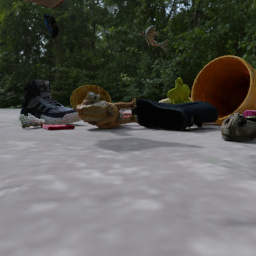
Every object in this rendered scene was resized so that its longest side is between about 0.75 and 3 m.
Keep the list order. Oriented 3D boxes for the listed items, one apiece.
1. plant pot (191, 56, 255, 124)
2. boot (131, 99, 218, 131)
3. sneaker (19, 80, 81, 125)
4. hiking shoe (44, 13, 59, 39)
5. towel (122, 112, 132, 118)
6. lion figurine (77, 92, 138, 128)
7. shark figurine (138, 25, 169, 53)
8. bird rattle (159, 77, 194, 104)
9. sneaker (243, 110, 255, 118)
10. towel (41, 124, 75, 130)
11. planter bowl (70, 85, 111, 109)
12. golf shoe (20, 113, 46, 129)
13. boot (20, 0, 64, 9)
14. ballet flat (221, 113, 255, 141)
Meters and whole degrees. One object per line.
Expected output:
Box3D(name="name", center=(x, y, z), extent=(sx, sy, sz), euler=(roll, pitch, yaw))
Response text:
Box3D(name="plant pot", center=(3.874, -1.130, 10.163), extent=(2.116, 2.311, 2.311), euler=(16, -7, -39))
Box3D(name="boot", center=(1.400, -0.441, 8.454), extent=(1.788, 0.813, 2.129), euler=(-10, 17, -43))
Box3D(name="sneaker", center=(-2.821, -0.923, 9.917), extent=(2.739, 1.559, 1.034), euler=(3, 6, 29))
Box3D(name="hiking shoe", center=(-2.717, -3.613, 9.921), extent=(0.403, 0.929, 0.346), euler=(37, 60, 18))
Box3D(name="towel", center=(-0.223, -0.468, 12.202), extent=(1.871, 0.291, 2.587), euler=(2, 7, 1))
Box3D(name="lion figurine", center=(-0.466, -0.407, 8.878), extent=(1.669, 0.988, 2.726), euler=(-7, -10, 9))
Box3D(name="shark figurine", center=(0.968, -3.309, 10.861), extent=(0.884, 0.617, 1.479), euler=(-8, -20, 31))
Box3D(name="bird rattle", center=(1.848, -0.863, 10.849), extent=(2.305, 1.593, 2.828), euler=(-16, -4, 21))
Box3D(name="sneaker", center=(4.176, -0.312, 8.147), extent=(0.709, 0.654, 1.607), euler=(-5, 7, -25))
Box3D(name="towel", center=(-2.057, -0.042, 8.153), extent=(0.753, 0.117, 1.041), euler=(-2, 5, -30))
Box3D(name="planter bowl", center=(-1.882, -1.126, 14.113), extent=(2.008, 2.008, 0.836), euler=(-1, -30, -11))
Box3D(name="golf shoe", center=(-2.829, -0.253, 8.371), extent=(0.356, 0.442, 0.910), euler=(-23, -5, 20))
Box3D(name="boot", center=(-2.847, -4.295, 8.582), extent=(1.434, 0.689, 1.962), euler=(18, -10, -41))
Box3D(name="ballet flat", center=(2.600, -0.085, 6.143), extent=(0.773, 0.532, 2.295), euler=(4, 6, 38))
